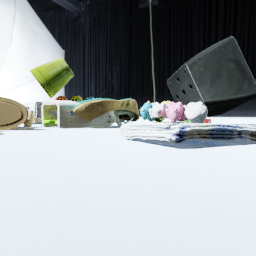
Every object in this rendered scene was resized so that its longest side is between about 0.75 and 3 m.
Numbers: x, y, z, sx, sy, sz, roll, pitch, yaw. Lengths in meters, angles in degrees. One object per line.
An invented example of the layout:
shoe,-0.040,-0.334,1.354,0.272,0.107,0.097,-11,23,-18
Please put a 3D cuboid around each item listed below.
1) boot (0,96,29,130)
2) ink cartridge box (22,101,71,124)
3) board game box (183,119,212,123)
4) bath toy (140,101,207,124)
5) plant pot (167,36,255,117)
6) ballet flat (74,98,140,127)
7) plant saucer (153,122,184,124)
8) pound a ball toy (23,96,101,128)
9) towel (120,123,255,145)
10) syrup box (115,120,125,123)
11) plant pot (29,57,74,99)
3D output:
boot,-3.649,-0.464,8.529,2.525,0.930,1.953,0,4,18
ink cartridge box,-3.824,-0.692,12.813,1.694,0.983,2.295,-2,2,-38
board game box,3.268,-0.331,13.221,1.048,0.211,0.802,-1,3,-16
bath toy,1.480,-0.431,8.724,2.239,0.827,0.974,8,43,45
plant pot,2.714,-1.480,9.760,1.959,2.209,2.203,-21,-7,-21
ballet flat,-0.495,-0.483,9.226,1.000,0.918,2.913,-29,-10,36
plant saucer,1.301,-0.103,9.009,1.263,0.196,1.263,0,4,0
pound a ball toy,-2.062,-0.564,9.448,1.602,1.044,2.457,3,5,42
towel,1.242,0.079,4.745,2.410,0.287,1.770,1,0,-26
syrup box,-0.668,-0.582,14.623,0.544,0.562,1.381,-1,3,-24
plant pot,-2.354,-1.667,8.926,1.065,1.107,1.107,-37,11,-10
